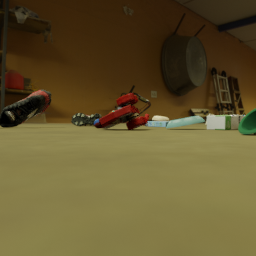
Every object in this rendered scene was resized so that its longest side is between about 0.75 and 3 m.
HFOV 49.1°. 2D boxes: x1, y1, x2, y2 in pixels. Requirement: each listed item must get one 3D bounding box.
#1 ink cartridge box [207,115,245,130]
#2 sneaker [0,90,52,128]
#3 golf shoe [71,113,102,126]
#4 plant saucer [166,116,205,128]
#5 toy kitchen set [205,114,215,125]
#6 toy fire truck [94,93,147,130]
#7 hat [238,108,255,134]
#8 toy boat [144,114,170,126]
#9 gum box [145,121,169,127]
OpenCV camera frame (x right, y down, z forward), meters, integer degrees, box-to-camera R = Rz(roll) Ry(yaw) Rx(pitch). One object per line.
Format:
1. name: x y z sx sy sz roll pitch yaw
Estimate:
1. ink cartridge box: 3.063 -0.169 8.540 1.054 0.445 0.770 -1 1 -26
2. sneaker: -4.202 -0.701 11.264 2.491 0.881 1.217 -27 10 13
3. golf shoe: -2.207 -0.347 15.381 1.968 0.760 0.867 3 -17 25
4. plant saucer: 1.876 -0.213 9.258 1.302 0.234 1.302 -10 1 0
5. toy kitchen set: 4.954 -0.309 15.857 1.123 0.661 0.899 20 2 2
6. toy fire truck: -0.269 -0.309 8.528 1.444 0.964 1.719 -24 -3 8
7. hat: 2.631 0.073 5.234 0.913 0.804 0.756 -49 17 -26
8. toy boat: 1.669 -0.402 16.973 1.546 0.718 1.299 8 3 -20
9. gum box: 1.633 -0.191 13.799 1.196 0.267 1.016 1 2 41
